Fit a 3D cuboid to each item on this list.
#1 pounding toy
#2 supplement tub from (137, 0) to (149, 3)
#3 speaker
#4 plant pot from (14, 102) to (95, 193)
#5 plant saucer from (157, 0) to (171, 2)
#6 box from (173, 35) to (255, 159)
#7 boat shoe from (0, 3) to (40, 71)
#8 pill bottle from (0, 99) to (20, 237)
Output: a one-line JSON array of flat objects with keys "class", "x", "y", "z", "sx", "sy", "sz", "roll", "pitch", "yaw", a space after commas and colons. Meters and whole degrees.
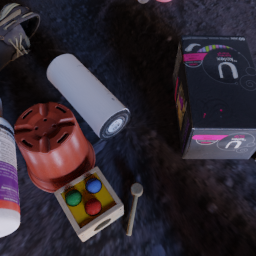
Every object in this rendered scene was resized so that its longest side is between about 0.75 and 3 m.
[{"class": "pounding toy", "x": -0.400, "y": 1.540, "z": 5.762, "sx": 1.662, "sy": 0.760, "sz": 1.460, "roll": -30, "pitch": 63, "yaw": -17}, {"class": "supplement tub", "x": 0.417, "y": -4.973, "z": 9.882, "sx": 0.679, "sy": 0.679, "sz": 1.270, "roll": -9, "pitch": 60, "yaw": -6}, {"class": "speaker", "x": -1.046, "y": -0.852, "z": 7.133, "sx": 0.979, "sy": 0.979, "sz": 2.411, "roll": -35, "pitch": 65, "yaw": -20}, {"class": "plant pot", "x": -1.585, "y": 0.361, "z": 6.016, "sx": 1.613, "sy": 1.569, "sz": 1.613, "roll": 0, "pitch": 58, "yaw": 0}, {"class": "plant saucer", "x": 1.273, "y": -4.866, "z": 10.058, "sx": 1.022, "sy": 0.259, "sz": 1.022, "roll": 1, "pitch": 58, "yaw": -1}, {"class": "box", "x": 2.086, "y": -0.774, "z": 6.786, "sx": 1.688, "sy": 1.464, "sz": 2.761, "roll": 0, "pitch": 59, "yaw": 0}, {"class": "boat shoe", "x": -3.438, "y": -2.646, "z": 8.207, "sx": 1.061, "sy": 1.078, "sz": 2.893, "roll": 9, "pitch": 60, "yaw": 6}, {"class": "pill bottle", "x": -3.085, "y": 0.657, "z": 5.557, "sx": 1.612, "sy": 1.612, "sz": 2.894, "roll": -13, "pitch": 62, "yaw": -8}]
